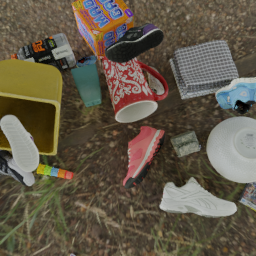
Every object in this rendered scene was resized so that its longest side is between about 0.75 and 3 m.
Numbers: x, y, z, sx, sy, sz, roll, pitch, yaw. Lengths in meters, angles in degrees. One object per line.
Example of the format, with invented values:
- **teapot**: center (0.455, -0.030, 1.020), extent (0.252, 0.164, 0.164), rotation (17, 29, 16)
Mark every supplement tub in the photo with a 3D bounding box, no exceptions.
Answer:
- **supplement tub**: center (-3.466, -2.878, 11.598), extent (2.334, 1.430, 1.430), rotation (-23, 75, -8)

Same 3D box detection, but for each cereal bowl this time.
- **cereal bowl**: center (4.432, 0.724, 10.660), extent (2.639, 1.099, 2.639), rotation (-1, 71, 2)

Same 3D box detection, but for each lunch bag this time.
- **lunch bag**: center (2.270, 0.631, 10.993), extent (0.996, 0.694, 0.835), rotation (-19, 91, -5)

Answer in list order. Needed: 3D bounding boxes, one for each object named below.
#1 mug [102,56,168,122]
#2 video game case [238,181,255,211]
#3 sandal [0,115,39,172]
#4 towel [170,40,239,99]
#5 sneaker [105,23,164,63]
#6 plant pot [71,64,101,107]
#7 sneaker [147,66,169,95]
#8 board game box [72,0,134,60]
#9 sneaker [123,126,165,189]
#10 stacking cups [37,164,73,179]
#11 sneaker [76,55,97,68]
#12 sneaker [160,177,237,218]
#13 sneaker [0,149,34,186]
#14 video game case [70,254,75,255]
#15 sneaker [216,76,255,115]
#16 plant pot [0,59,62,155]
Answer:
- **mug**: center (0.175, -1.749, 11.359), extent (2.287, 1.719, 2.576), rotation (-4, 65, -35)
- **video game case**: center (4.922, 2.546, 10.681), extent (1.037, 0.146, 1.147), rotation (30, 76, 9)
- **sandal**: center (-3.398, 0.465, 9.071), extent (0.810, 0.489, 1.992), rotation (-15, 107, 3)
- **towel**: center (3.162, -2.495, 11.685), extent (2.460, 1.053, 2.037), rotation (-11, 73, -3)
- **sneaker**: center (0.111, -3.273, 10.657), extent (2.333, 0.884, 1.022), rotation (-24, 52, -11)
- **plant pot**: center (-1.609, -1.676, 11.516), extent (1.023, 1.024, 1.448), rotation (-15, 82, -4)
- **sneaker**: center (1.114, -1.962, 11.814), extent (0.650, 0.556, 1.493), rotation (-30, 75, -3)
- **board game box**: center (-1.007, -4.419, 11.844), extent (1.814, 1.815, 1.813), rotation (-31, 76, -9)
- **sneaker**: center (0.397, 1.077, 10.834), extent (1.157, 0.983, 2.668), rotation (26, 70, 19)
- **stacking cups**: center (-2.803, 1.722, 10.791), extent (1.339, 0.405, 0.405), rotation (13, 74, 4)
- **sneaker**: center (-1.775, -2.903, 12.100), extent (0.957, 0.431, 0.375), rotation (-30, 76, -20)
- **sneaker**: center (2.595, 2.503, 10.249), extent (2.756, 1.074, 1.369), rotation (7, 70, 1)
- **sneaker**: center (-4.773, 1.630, 10.559), extent (2.568, 0.969, 1.461), rotation (39, 78, 16)
- **video game case**: center (-1.909, 5.145, 9.938), extent (0.888, 0.116, 0.975), rotation (30, 77, 9)
- **sneaker**: center (3.989, -1.027, 10.449), extent (1.011, 2.580, 1.160), rotation (-3, 82, 1)
- **plant pot**: center (-3.705, -1.033, 10.227), extent (2.685, 2.703, 2.765), rotation (8, 45, -10)
